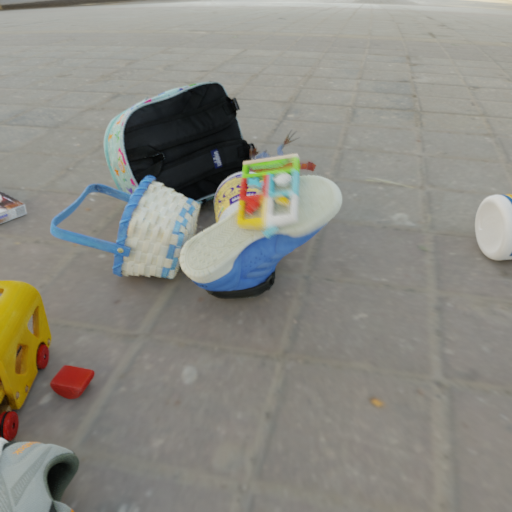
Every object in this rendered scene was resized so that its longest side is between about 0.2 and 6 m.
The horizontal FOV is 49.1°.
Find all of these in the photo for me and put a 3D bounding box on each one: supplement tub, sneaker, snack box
[{"bbox_3d":[-0.128,-0.742,11.627,1.445,1.445,1.988,-3,32,-5],"label":"supplement tub"},{"bbox_3d":[0.211,-0.229,10.018,2.965,1.649,1.138,-31,63,0],"label":"sneaker"},{"bbox_3d":[5.669,-0.622,11.536,1.859,1.344,1.344,-3,32,-7],"label":"supplement tub"},{"bbox_3d":[-6.735,-1.361,13.727,2.557,0.311,0.919,23,38,33],"label":"snack box"},{"bbox_3d":[-2.546,3.144,5.542,1.343,1.252,3.387,0,31,-9],"label":"sneaker"}]

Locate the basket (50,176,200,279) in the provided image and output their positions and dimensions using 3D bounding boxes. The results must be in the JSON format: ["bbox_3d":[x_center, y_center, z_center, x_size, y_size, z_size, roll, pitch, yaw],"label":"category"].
[{"bbox_3d":[-2.478,-0.604,10.991,2.463,1.713,2.171,22,31,-2],"label":"basket"}]

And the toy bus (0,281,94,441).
[{"bbox_3d":[-4.009,1.528,7.896,2.866,1.481,2.704,26,40,36],"label":"toy bus"}]

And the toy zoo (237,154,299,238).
[{"bbox_3d":[0.203,-0.990,9.303,1.002,0.156,1.528,-5,60,19],"label":"toy zoo"}]

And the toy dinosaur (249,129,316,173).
[{"bbox_3d":[0.575,-2.060,12.975,1.510,1.664,0.874,37,7,37],"label":"toy dinosaur"}]

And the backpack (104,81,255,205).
[{"bbox_3d":[-1.978,-2.463,13.269,3.118,2.768,2.347,-31,20,-35],"label":"backpack"}]
